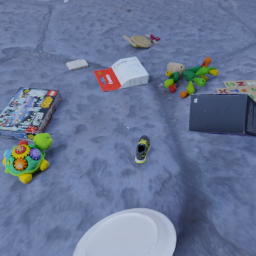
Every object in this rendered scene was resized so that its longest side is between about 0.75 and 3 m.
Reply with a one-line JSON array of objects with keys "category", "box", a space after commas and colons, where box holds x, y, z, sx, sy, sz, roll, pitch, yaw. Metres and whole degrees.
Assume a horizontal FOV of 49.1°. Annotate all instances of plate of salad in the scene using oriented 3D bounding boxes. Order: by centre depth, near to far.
[{"category": "plate of salad", "box": [-0.079, 2.796, 6.518, 2.496, 0.599, 2.496, -17, 20, 6]}]

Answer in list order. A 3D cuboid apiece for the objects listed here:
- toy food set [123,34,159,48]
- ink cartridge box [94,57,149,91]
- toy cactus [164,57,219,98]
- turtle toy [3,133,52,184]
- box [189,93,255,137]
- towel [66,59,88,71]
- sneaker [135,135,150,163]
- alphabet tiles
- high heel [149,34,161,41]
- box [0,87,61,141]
[{"category": "toy food set", "box": [0.664, -4.467, 14.629, 1.743, 0.350, 1.203, -16, 52, -35]}, {"category": "ink cartridge box", "box": [-0.333, -2.423, 12.356, 2.085, 0.493, 1.669, -12, 45, -14]}, {"category": "toy cactus", "box": [2.421, -2.365, 11.924, 2.677, 1.369, 2.209, -29, 41, -16]}, {"category": "turtle toy", "box": [-3.082, 0.817, 8.717, 1.248, 0.866, 1.713, 30, 51, 27]}, {"category": "box", "box": [2.382, -0.286, 6.869, 1.272, 0.897, 1.719, 4, -1, 34]}, {"category": "towel", "box": [-2.380, -2.969, 13.162, 0.941, 0.162, 0.623, -18, 46, -18]}, {"category": "sneaker", "box": [0.513, 0.610, 9.206, 0.433, 0.492, 1.163, 7, 44, 6]}, {"category": "alphabet tiles", "box": [5.187, -1.243, 11.416, 2.867, 0.091, 2.385, -3, 44, -3]}, {"category": "high heel", "box": [1.466, -4.867, 14.924, 0.769, 0.369, 0.259, -12, 45, -29]}, {"category": "box", "box": [-3.700, -0.582, 10.442, 1.685, 0.491, 2.461, 6, 44, 6]}]
